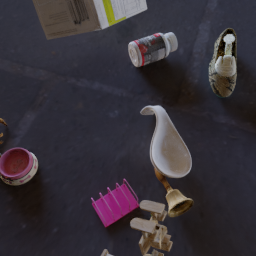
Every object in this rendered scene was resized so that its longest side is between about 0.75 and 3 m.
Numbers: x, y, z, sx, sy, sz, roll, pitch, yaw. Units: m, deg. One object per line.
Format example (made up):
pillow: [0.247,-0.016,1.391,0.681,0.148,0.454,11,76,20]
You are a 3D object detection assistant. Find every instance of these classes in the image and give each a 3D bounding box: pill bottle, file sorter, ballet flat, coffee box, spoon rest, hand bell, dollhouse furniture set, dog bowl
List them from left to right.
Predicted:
dog bowl: [-3.235,1.078,8.149,1.133,0.418,1.133,0,58,-1]
coffee box: [-1.239,-4.278,8.243,2.429,2.433,2.406,7,35,37]
file sorter: [-0.344,1.956,7.453,1.070,0.671,0.744,-29,62,-17]
dollhouse furniture set: [0.188,2.219,5.329,0.841,1.187,1.292,6,38,28]
pill bottle: [0.939,-2.944,10.345,1.682,0.931,0.931,-22,61,-13]
spoon rest: [1.054,0.297,8.346,1.284,0.783,2.584,-4,55,-23]
hand bell: [1.117,1.638,7.781,0.755,0.755,1.450,-20,48,-12]
ballet flat: [3.453,-2.485,9.964,0.981,1.089,2.891,11,59,7]

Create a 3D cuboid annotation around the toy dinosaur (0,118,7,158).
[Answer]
toy dinosaur: [-4.639,-0.033,8.637,2.596,0.784,1.379,37,66,21]
